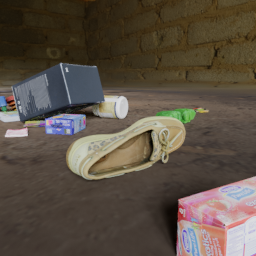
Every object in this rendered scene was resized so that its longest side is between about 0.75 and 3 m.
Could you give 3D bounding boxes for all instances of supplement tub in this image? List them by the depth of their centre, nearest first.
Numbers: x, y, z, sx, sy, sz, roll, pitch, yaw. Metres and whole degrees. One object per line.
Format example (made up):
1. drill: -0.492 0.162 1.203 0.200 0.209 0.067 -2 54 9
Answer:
1. supplement tub: -0.817 -0.962 12.835 1.424 1.028 1.028 6 12 25

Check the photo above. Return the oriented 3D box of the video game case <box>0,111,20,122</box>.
1. video game case: -4.906 -0.604 13.112 2.151 0.237 1.958 -8 13 -36

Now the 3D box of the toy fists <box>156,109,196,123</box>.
1. toy fists: 2.018 -0.461 11.490 1.731 0.595 0.882 -9 6 -33

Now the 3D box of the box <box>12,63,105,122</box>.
1. box: -2.826 -1.398 11.493 2.932 1.569 2.176 -15 -1 32

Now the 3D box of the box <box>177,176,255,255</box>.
1. box: 1.251 1.042 3.054 1.371 0.703 0.649 -7 13 -31

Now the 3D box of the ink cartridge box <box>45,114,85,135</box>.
1. ink cartridge box: -2.194 -0.118 9.740 0.986 0.552 1.446 2 13 14

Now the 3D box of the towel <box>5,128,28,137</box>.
1. towel: -3.700 0.153 9.339 0.688 0.141 0.940 -4 11 -18

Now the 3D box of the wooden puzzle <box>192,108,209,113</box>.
1. wooden puzzle: 3.998 -1.016 15.578 0.867 0.150 1.285 -4 11 -19

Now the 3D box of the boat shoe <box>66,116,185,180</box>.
1. boat shoe: 0.195 0.461 5.729 2.783 1.020 0.872 -17 22 -27

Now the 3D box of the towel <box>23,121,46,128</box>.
1. towel: -3.418 -0.163 11.029 1.297 0.148 0.932 -2 10 -16

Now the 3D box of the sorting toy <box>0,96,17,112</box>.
1. sorting toy: -6.610 -1.158 15.037 2.108 0.865 1.267 -15 -1 -13
